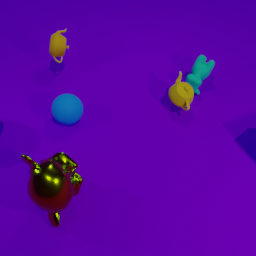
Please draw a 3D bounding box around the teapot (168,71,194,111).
[{"bbox_3d":[1.518,-1.006,7.833,0.725,0.571,1.167,-2,67,-20],"label":"teapot"}]

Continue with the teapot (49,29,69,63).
[{"bbox_3d":[-2.099,-2.558,8.592,0.567,0.720,1.157,6,82,-20],"label":"teapot"}]

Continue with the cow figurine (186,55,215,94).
[{"bbox_3d":[2.175,-1.625,8.716,0.678,1.216,1.235,32,19,10],"label":"cow figurine"}]

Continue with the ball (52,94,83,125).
[{"bbox_3d":[-1.652,-0.514,7.653,0.841,0.841,0.841,0,49,0],"label":"ball"}]

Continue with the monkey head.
[{"bbox_3d":[-1.675,1.124,5.885,1.297,1.803,1.087,7,31,39],"label":"monkey head"}]
